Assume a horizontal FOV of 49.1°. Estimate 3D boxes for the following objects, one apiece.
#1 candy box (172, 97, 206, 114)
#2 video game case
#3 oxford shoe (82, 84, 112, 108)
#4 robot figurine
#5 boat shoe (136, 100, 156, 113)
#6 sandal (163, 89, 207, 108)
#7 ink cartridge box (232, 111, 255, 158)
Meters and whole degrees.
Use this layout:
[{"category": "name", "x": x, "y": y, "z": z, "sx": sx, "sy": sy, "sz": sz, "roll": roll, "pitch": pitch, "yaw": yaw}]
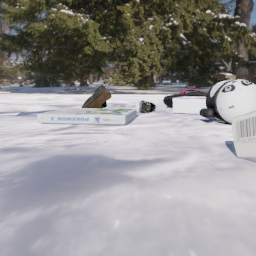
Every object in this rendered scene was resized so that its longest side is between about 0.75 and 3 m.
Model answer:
[{"category": "candy box", "x": 2.858, "y": -0.970, "z": 11.740, "sx": 1.529, "sy": 0.652, "sz": 1.823, "roll": 4, "pitch": 9, "yaw": 25}, {"category": "video game case", "x": -1.131, "y": -0.418, "z": 9.126, "sx": 2.560, "sy": 0.309, "sz": 2.809, "roll": 1, "pitch": 7, "yaw": 8}, {"category": "oxford shoe", "x": -1.240, "y": -0.901, "z": 10.691, "sx": 1.757, "sy": 0.742, "sz": 0.638, "roll": -32, "pitch": 23, "yaw": 47}, {"category": "robot figurine", "x": 3.026, "y": -0.800, "z": 8.213, "sx": 1.282, "sy": 1.544, "sz": 2.055, "roll": 25, "pitch": 7, "yaw": -3}, {"category": "boat shoe", "x": 0.760, "y": -0.906, "z": 11.764, "sx": 0.459, "sy": 0.557, "sz": 1.622, "roll": 3, "pitch": 7, "yaw": 21}, {"category": "sandal", "x": 2.961, "y": -1.464, "z": 13.461, "sx": 2.917, "sy": 0.657, "sz": 1.095, "roll": 4, "pitch": -36, "yaw": 47}, {"category": "ink cartridge box", "x": 3.028, "y": -0.008, "z": 3.187, "sx": 2.821, "sy": 0.707, "sz": 2.270, "roll": -3, "pitch": -6, "yaw": -4}]
